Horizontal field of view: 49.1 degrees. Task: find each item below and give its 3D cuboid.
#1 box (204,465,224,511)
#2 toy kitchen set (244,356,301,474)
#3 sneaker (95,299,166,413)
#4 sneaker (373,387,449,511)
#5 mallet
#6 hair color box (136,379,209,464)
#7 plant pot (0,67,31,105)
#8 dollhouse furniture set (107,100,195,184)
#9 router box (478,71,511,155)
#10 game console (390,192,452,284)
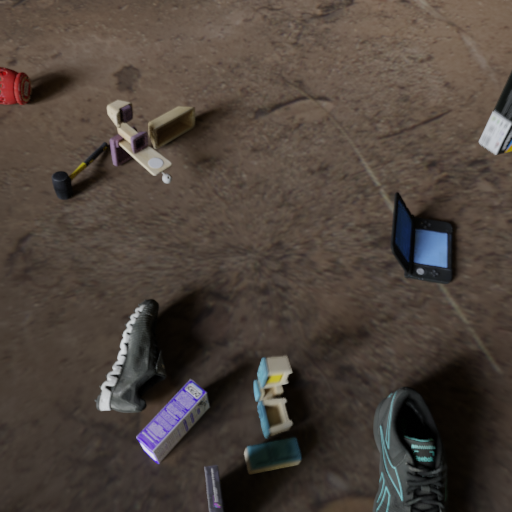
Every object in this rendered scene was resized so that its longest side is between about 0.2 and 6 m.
[{"bbox_3d":[-0.581,3.705,8.239,0.230,1.272,0.910,-8,56,-6],"label":"box"},{"bbox_3d":[0.202,2.553,9.037,0.864,1.175,1.466,-7,55,-14],"label":"toy kitchen set"},{"bbox_3d":[-1.977,1.807,9.927,0.976,0.717,2.156,14,60,6],"label":"sneaker"},{"bbox_3d":[2.344,3.445,8.492,1.129,1.187,2.995,-1,57,-3],"label":"sneaker"},{"bbox_3d":[-3.948,-1.951,12.766,0.380,0.607,1.844,21,43,13],"label":"mallet"},{"bbox_3d":[-1.345,2.732,9.259,0.410,0.692,1.267,35,62,22],"label":"hair color box"},{"bbox_3d":[-6.120,-4.208,13.938,0.817,0.897,0.897,7,56,1],"label":"plant pot"},{"bbox_3d":[-1.893,-2.741,12.489,1.591,1.776,2.241,40,58,21],"label":"dollhouse furniture set"},{"bbox_3d":[6.163,-3.515,12.344,1.787,2.396,0.612,-17,49,-25],"label":"router box"},{"bbox_3d":[3.355,-0.370,11.277,1.365,0.903,1.552,10,56,7],"label":"game console"}]
